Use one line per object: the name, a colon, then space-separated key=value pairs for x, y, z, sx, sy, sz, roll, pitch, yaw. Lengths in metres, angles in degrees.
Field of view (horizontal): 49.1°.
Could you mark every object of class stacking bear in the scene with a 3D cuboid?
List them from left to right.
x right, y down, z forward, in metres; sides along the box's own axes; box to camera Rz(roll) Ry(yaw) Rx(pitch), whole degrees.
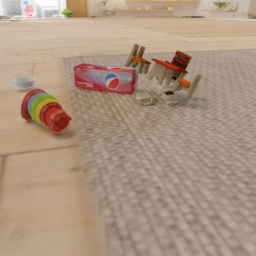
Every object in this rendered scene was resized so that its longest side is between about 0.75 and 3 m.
stacking bear: x=-1.991 y=-0.377 z=7.039 sx=0.895 sy=0.838 sz=1.474 roll=-20 pitch=37 yaw=-36

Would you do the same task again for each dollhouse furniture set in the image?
dollhouse furniture set: x=1.378 y=-2.041 z=9.246 sx=2.266 sy=1.168 sz=2.242 roll=30 pitch=18 yaw=15

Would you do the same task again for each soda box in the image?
soda box: x=-0.786 y=-1.775 z=9.920 sx=2.237 sy=0.783 sz=0.709 roll=9 pitch=27 yaw=17

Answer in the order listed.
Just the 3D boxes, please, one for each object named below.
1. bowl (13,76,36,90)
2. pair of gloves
bowl: x=-3.672 y=-1.573 z=10.001 sx=0.780 sy=0.350 sz=0.780 roll=0 pitch=25 yaw=0
pair of gloves: x=0.912 y=-1.004 z=8.944 sx=1.333 sy=0.234 sz=1.134 roll=-1 pitch=26 yaw=1
